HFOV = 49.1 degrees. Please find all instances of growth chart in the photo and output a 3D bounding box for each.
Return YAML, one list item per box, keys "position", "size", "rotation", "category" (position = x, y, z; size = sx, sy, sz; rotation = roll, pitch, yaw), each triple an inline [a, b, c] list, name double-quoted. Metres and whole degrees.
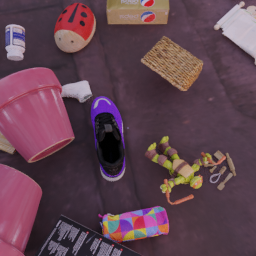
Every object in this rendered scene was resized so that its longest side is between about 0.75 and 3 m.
- position: [4.653, -3.444, 10.322]
  size: [2.072, 0.254, 2.863]
  rotation: [-35, 71, -14]
  category: "growth chart"

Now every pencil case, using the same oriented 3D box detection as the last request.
- position: [0.159, 2.577, 7.499]
  size: [1.847, 0.816, 0.816]
  rotation: [-7, 67, -4]
  category: "pencil case"

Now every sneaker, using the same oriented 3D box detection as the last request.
- position: [-0.554, 0.097, 8.221]
  size: [0.937, 1.341, 2.696]
  rotation: [-11, 68, -4]
  category: "sneaker"
- position: [-1.768, -1.112, 9.242]
  size: [1.139, 0.420, 0.658]
  rotation: [-20, 65, -10]
  category: "sneaker"

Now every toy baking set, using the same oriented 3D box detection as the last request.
- position: [2.778, 1.251, 8.410]
  size: [0.873, 0.132, 1.137]
  rotation: [-16, 68, -4]
  category: "toy baking set"

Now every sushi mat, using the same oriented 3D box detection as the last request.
- position: [-4.287, -0.020, 8.698]
  size: [2.270, 0.137, 1.086]
  rotation: [20, 55, 1]
  category: "sushi mat"

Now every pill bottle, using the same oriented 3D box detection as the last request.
- position: [-3.585, -2.701, 8.909]
  size: [0.576, 0.576, 0.996]
  rotation: [-1, 85, -1]
  category: "pill bottle"

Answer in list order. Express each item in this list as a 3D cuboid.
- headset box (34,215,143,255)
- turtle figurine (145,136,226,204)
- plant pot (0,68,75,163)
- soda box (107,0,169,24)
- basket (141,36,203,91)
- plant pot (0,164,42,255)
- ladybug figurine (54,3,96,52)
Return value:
- position: [-0.900, 3.686, 6.501]
  size: [2.819, 1.089, 2.098]
  rotation: [23, 47, 8]
  category: "headset box"
- position: [1.533, 1.073, 8.052]
  size: [2.328, 0.750, 1.877]
  rotation: [-33, 60, -25]
  category: "turtle figurine"
- position: [-2.678, -0.245, 8.040]
  size: [2.303, 2.303, 2.061]
  rotation: [-30, 87, -12]
  category: "plant pot"
- position: [0.349, -4.406, 10.443]
  size: [2.273, 0.770, 0.727]
  rotation: [0, 67, 0]
  category: "soda box"
- position: [1.329, -1.839, 8.950]
  size: [1.642, 1.172, 1.224]
  rotation: [37, 75, 12]
  category: "basket"
- position: [-3.388, 2.250, 6.882]
  size: [2.535, 2.535, 2.269]
  rotation: [17, 52, 7]
  category: "plant pot"
- position: [-1.942, -3.745, 10.146]
  size: [1.449, 0.768, 2.135]
  rotation: [8, 67, 6]
  category: "ladybug figurine"
